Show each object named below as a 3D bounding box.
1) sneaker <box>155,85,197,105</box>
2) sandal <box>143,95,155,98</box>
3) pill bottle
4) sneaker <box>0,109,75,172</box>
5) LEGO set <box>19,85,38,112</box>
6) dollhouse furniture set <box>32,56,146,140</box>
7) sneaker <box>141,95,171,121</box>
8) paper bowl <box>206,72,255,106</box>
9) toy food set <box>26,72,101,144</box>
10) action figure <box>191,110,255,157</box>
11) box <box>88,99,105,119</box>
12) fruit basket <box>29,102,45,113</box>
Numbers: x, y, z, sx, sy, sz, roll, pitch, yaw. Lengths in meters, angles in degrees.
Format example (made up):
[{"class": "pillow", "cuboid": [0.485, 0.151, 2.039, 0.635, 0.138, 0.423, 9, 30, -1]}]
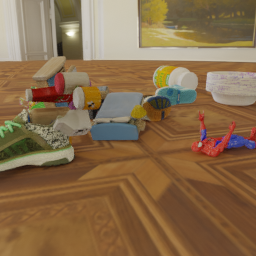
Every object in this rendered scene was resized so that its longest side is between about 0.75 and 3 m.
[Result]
[{"class": "sneaker", "cuboid": [1.899, -1.546, 12.699, 2.086, 0.830, 1.362, 2, 16, -28]}, {"class": "sandal", "cuboid": [0.328, -0.788, 10.360, 1.921, 0.785, 0.524, -1, 34, -9]}, {"class": "pill bottle", "cuboid": [2.526, -2.547, 14.907, 1.396, 1.396, 2.515, -7, 18, -23]}, {"class": "sneaker", "cuboid": [-2.427, 0.187, 5.912, 2.731, 1.210, 1.050, -3, 12, -37]}, {"class": "LEGO set", "cuboid": [-3.626, -1.183, 10.393, 0.558, 1.498, 0.689, 25, 34, -3]}, {"class": "dollhouse furniture set", "cuboid": [-0.744, -1.218, 8.320, 2.898, 1.891, 2.736, 1, 37, 14]}, {"class": "sneaker", "cuboid": [0.374, -0.699, 9.694, 2.450, 0.922, 1.080, -11, 20, -32]}, {"class": "paper bowl", "cuboid": [4.807, -1.794, 12.555, 2.546, 1.324, 2.546, 0, 17, 0]}, {"class": "toy food set", "cuboid": [-1.631, -0.365, 6.178, 1.177, 1.248, 2.615, -6, -16, -29]}, {"class": "action figure", "cuboid": [2.543, 0.067, 7.007, 2.262, 1.119, 0.738, -10, 19, -23]}, {"class": "box", "cuboid": [-1.355, -0.880, 10.582, 0.850, 0.738, 1.391, 7, 19, 22]}, {"class": "fruit basket", "cuboid": [-2.627, -0.399, 9.210, 1.086, 0.783, 1.086, 29, 17, -10]}]
